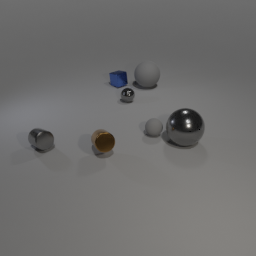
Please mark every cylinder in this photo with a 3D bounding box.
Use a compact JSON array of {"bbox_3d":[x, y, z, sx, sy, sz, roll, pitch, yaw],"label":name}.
[{"bbox_3d":[-0.867,0.433,9.688,0.700,0.700,0.700,-11,12,-17],"label":"cylinder"},{"bbox_3d":[-3.133,0.386,10.090,0.700,0.700,0.700,-25,24,-35],"label":"cylinder"}]

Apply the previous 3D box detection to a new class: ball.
[{"bbox_3d":[-0.012,-1.602,13.615,0.700,0.700,0.700,0,31,0],"label":"ball"},{"bbox_3d":[2.100,-0.031,10.289,1.400,1.400,1.400,0,31,0],"label":"ball"},{"bbox_3d":[1.033,-2.897,15.068,1.400,1.400,1.400,0,31,0],"label":"ball"},{"bbox_3d":[1.011,-0.037,10.902,0.700,0.700,0.700,0,31,0],"label":"ball"}]

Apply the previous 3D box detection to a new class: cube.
[{"bbox_3d":[-0.517,-2.715,15.382,0.700,0.700,0.700,-24,30,-32],"label":"cube"}]
